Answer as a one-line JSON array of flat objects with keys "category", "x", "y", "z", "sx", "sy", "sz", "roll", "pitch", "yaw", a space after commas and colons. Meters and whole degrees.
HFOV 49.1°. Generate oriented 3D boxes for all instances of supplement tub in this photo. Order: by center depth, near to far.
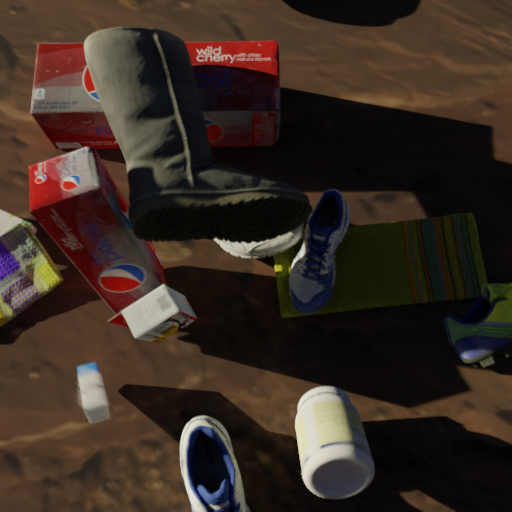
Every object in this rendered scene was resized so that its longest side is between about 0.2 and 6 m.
[{"category": "supplement tub", "x": 1.216, "y": 2.973, "z": 9.045, "sx": 1.096, "sy": 1.096, "sz": 1.511, "roll": -3, "pitch": 30, "yaw": -1}]

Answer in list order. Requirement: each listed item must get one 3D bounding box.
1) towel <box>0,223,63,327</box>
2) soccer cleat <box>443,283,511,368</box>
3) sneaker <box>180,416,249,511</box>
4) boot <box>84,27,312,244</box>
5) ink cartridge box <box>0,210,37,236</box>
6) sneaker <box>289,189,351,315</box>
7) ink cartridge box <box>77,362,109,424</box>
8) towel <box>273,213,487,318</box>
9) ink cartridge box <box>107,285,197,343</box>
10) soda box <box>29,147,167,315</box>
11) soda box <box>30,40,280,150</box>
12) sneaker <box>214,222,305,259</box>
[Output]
[{"category": "towel", "x": -4.804, "y": 0.476, "z": 10.427, "sx": 2.020, "sy": 0.230, "sz": 1.451, "roll": -34, "pitch": 89, "yaw": -6}, {"category": "soccer cleat", "x": 4.788, "y": 0.872, "z": 10.110, "sx": 2.996, "sy": 0.969, "sz": 1.253, "roll": -28, "pitch": 80, "yaw": -8}, {"category": "sneaker", "x": -0.619, "y": 4.072, "z": 8.864, "sx": 1.137, "sy": 1.331, "sz": 3.020, "roll": -20, "pitch": 73, "yaw": -8}, {"category": "boot", "x": -1.011, "y": -2.117, "z": 9.676, "sx": 3.470, "sy": 1.385, "sz": 3.816, "roll": 2, "pitch": 54, "yaw": -32}, {"category": "ink cartridge box", "x": -4.861, "y": -0.478, "z": 10.910, "sx": 0.877, "sy": 0.384, "sz": 0.637, "roll": 24, "pitch": 73, "yaw": 5}, {"category": "sneaker", "x": 1.072, "y": -0.125, "z": 10.125, "sx": 0.871, "sy": 1.020, "sz": 2.314, "roll": 11, "pitch": 75, "yaw": 16}, {"category": "ink cartridge box", "x": -2.773, "y": 2.338, "z": 9.552, "sx": 0.346, "sy": 0.594, "sz": 0.822, "roll": -14, "pitch": 51, "yaw": -13}, {"category": "towel", "x": 2.347, "y": 0.151, "z": 10.715, "sx": 3.981, "sy": 0.359, "sz": 1.713, "roll": -6, "pitch": 70, "yaw": -2}, {"category": "ink cartridge box", "x": -1.745, "y": 1.097, "z": 9.592, "sx": 1.133, "sy": 1.290, "sz": 0.541, "roll": -32, "pitch": 75, "yaw": 1}, {"category": "soda box", "x": -2.497, "y": -0.278, "z": 9.292, "sx": 1.095, "sy": 3.127, "sz": 0.991, "roll": -19, "pitch": 53, "yaw": 0}, {"category": "soda box", "x": -1.883, "y": -3.189, "z": 11.241, "sx": 4.706, "sy": 1.492, "sz": 1.647, "roll": 0, "pitch": 73, "yaw": -1}, {"category": "sneaker", "x": -0.723, "y": -0.873, "z": 10.381, "sx": 3.316, "sy": 1.444, "sz": 1.236, "roll": 13, "pitch": 70, "yaw": 9}]
